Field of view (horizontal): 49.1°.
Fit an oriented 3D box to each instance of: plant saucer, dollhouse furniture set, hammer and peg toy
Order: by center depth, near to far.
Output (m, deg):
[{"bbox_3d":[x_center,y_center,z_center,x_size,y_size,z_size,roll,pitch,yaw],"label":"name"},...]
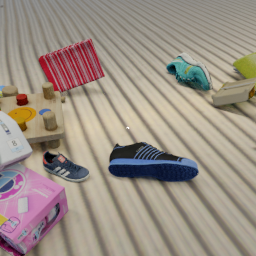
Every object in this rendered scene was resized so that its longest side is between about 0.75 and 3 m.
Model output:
[{"bbox_3d":[-2.753,-0.546,7.502,2.125,1.019,2.889,-8,39,-10],"label":"hammer and peg toy"},{"bbox_3d":[3.855,-0.836,8.307,2.300,1.154,1.506,-7,20,41],"label":"dollhouse furniture set"},{"bbox_3d":[5.295,-1.808,9.075,2.669,0.640,2.673,-12,50,-15],"label":"plant saucer"}]

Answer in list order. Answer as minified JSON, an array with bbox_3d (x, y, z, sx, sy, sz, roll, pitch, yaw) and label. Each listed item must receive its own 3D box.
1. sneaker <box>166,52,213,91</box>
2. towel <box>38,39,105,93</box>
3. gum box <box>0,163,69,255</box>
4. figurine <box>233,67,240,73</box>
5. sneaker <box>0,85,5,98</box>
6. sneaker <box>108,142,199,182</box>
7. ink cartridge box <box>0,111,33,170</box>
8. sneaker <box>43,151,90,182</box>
[{"bbox_3d":[2.079,-1.781,9.477,0.876,0.853,2.201,-29,39,-6],"label":"sneaker"},{"bbox_3d":[-1.711,-1.855,8.554,1.723,1.246,0.194,-19,20,3],"label":"towel"},{"bbox_3d":[-2.290,1.365,5.297,2.173,0.718,1.233,20,41,23],"label":"gum box"},{"bbox_3d":[4.796,-2.138,9.967,1.587,0.683,1.549,-21,35,-24],"label":"figurine"},{"bbox_3d":[-4.253,-1.221,8.988,0.956,0.362,0.502,27,33,20],"label":"sneaker"},{"bbox_3d":[0.555,0.677,6.219,1.970,0.691,0.768,4,46,7],"label":"sneaker"},{"bbox_3d":[-2.846,-0.018,5.025,1.499,0.443,1.873,-25,82,-47],"label":"ink cartridge box"},{"bbox_3d":[-1.400,0.816,6.195,1.164,0.492,0.436,13,39,13],"label":"sneaker"}]
